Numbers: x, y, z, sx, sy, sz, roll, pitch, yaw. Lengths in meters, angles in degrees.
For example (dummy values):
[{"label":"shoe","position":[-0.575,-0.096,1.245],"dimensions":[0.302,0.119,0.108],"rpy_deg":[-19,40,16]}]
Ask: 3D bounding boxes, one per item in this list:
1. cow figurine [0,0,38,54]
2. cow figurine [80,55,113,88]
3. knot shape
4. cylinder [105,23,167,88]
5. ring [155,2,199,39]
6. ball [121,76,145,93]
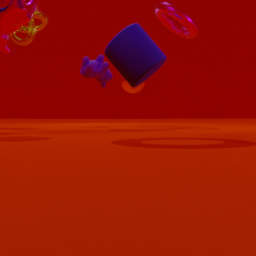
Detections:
[{"label":"cow figurine","position":[-2.953,-2.571,6.911],"dimensions":[1.476,1.452,0.810],"rpy_deg":[-2,-21,39]},{"label":"cow figurine","position":[-1.194,-2.061,10.482],"dimensions":[1.392,0.764,1.370],"rpy_deg":[-15,-26,-32]},{"label":"knot shape","position":[-3.682,-3.867,10.290],"dimensions":[1.433,1.531,0.708],"rpy_deg":[-15,37,-22]},{"label":"cylinder","position":[0.219,-2.096,8.196],"dimensions":[1.323,1.323,1.323],"rpy_deg":[-40,-1,-1]},{"label":"ring","position":[1.804,-3.942,10.363],"dimensions":[1.861,0.372,1.861],"rpy_deg":[34,5,-3]},{"label":"ball","position":[0.234,-2.282,13.598],"dimensions":[1.192,1.192,1.192],"rpy_deg":[0,2,0]}]
